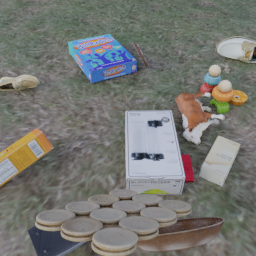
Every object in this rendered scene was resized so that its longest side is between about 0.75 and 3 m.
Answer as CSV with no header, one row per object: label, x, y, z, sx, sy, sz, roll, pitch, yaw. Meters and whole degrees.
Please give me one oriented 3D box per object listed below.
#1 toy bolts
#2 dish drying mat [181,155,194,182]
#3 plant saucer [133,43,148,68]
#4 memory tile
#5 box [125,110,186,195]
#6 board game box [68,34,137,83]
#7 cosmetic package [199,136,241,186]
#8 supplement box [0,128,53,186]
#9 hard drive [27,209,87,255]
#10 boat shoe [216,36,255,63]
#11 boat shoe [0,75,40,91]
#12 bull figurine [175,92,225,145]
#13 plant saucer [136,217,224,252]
toy bolts,3.785,-1.681,10.969,1.689,1.226,1.768,-16,46,-16
dish drying mat,1.805,1.254,8.737,0.395,0.094,1.028,0,45,2
plant saucer,0.604,-3.239,12.394,0.199,1.241,1.241,-27,44,12
memory tile,-0.166,1.643,5.328,2.062,0.226,2.690,3,3,35
box,0.724,0.678,8.773,1.653,0.852,2.834,-1,44,-2
board game box,-1.239,-3.329,13.033,2.225,0.658,2.925,-19,47,-21
cosmetic package,2.858,0.988,8.688,0.769,0.543,1.486,22,47,22
supplement box,-3.301,0.891,8.255,2.084,0.717,0.693,-35,24,-19
hard drive,-1.590,2.636,7.107,1.601,0.339,1.080,-24,49,-23
boat shoe,5.591,-3.628,13.147,2.765,1.033,0.945,2,38,1
boat shoe,-4.520,-1.785,11.558,1.741,0.628,0.565,0,50,7
bull figurine,2.487,-0.466,10.036,1.475,0.791,2.430,-3,45,-6
plant saucer,1.063,2.399,6.337,2.261,2.261,0.414,-8,76,-8
